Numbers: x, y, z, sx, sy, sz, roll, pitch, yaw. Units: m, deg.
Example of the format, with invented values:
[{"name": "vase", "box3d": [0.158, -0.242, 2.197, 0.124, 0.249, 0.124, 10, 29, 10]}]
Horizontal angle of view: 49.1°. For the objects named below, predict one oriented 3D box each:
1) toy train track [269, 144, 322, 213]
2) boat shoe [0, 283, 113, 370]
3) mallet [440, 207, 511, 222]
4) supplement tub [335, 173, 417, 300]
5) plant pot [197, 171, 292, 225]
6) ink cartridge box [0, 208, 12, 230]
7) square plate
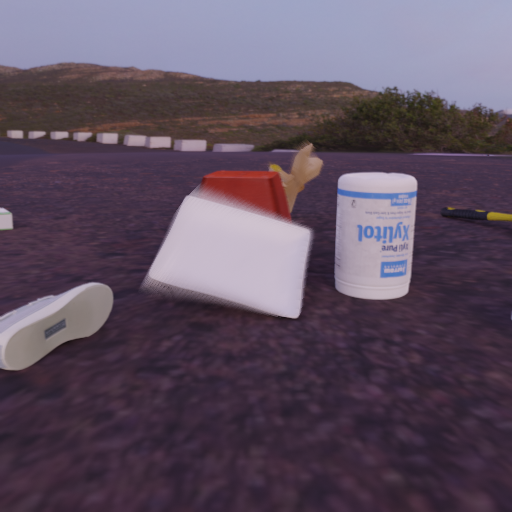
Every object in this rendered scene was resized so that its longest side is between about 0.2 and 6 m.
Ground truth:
[{"name": "toy train track", "box3d": [0.281, -1.594, 13.467, 0.612, 2.158, 3.763, 36, 47, 20]}, {"name": "boat shoe", "box3d": [-2.323, 0.687, 6.228, 0.625, 0.612, 1.756, 10, 19, 22]}, {"name": "mallet", "box3d": [5.553, -0.906, 13.278, 1.083, 0.677, 3.289, -13, 13, -31]}, {"name": "supplement tub", "box3d": [1.718, -0.323, 8.143, 1.118, 1.695, 1.118, -1, 13, 0]}, {"name": "plant pot", "box3d": [-0.233, -0.713, 10.094, 1.769, 1.560, 1.770, 2, 13, 9]}, {"name": "ink cartridge box", "box3d": [-6.191, -0.854, 13.172, 0.689, 0.415, 0.948, -8, 17, -33]}, {"name": "square plate", "box3d": [-0.286, 0.004, 7.787, 1.956, 0.281, 1.974, 16, 38, -2]}]
